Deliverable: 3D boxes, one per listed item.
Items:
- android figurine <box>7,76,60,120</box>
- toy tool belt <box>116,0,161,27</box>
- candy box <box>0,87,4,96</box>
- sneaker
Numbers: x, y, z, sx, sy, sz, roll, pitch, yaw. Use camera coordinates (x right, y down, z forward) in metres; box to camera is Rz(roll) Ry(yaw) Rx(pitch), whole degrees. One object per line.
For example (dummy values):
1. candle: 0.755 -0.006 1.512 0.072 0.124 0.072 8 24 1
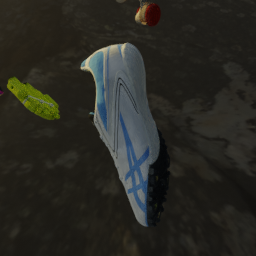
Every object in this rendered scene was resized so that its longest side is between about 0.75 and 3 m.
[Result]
1. android figurine: -1.738 -0.540 5.258 1.178 1.072 0.242 40 97 26
2. toy tool belt: 0.212 -3.949 7.158 1.487 2.419 1.510 24 34 36
3. candy box: -2.868 -0.984 4.624 0.423 1.387 0.946 -14 18 42
4. sneaker: -0.011 0.132 3.990 0.927 2.558 0.919 -12 2 25
